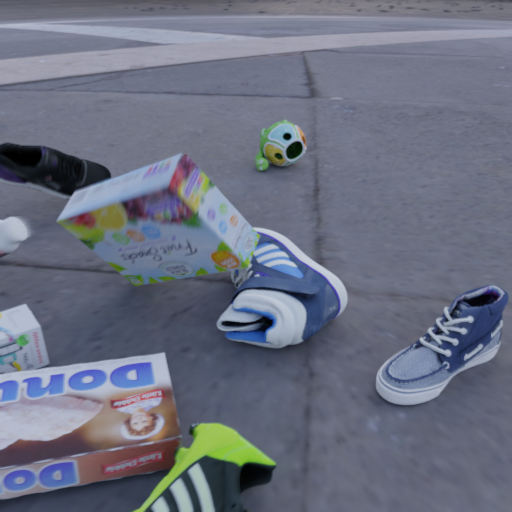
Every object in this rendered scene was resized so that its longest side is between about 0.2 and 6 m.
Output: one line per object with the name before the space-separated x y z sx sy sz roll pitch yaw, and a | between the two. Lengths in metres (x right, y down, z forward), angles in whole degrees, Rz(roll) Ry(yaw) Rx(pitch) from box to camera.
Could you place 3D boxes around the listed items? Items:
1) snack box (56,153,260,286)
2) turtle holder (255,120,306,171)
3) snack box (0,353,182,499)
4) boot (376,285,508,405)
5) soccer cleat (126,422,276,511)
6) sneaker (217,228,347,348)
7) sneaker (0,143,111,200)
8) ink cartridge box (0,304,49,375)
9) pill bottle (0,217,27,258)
snack box | -1.312 -0.363 7.397 2.237 1.591 0.593 -10 48 38
turtle holder | 0.545 -2.514 12.832 1.286 0.977 0.913 -12 31 -22
snack box | -2.617 1.707 5.334 3.655 0.444 1.314 -5 29 -15
boot | 2.169 0.966 6.528 1.930 0.872 0.702 -20 34 -32
soccer cleat | -0.561 2.253 4.347 0.952 0.793 2.348 23 34 13
sneaker | -0.075 0.402 7.502 2.258 0.910 1.653 31 36 35
sneaker | -3.739 -1.583 10.366 2.164 0.819 0.947 4 -12 -26
ink cartridge box | -2.993 1.064 6.636 0.814 0.597 0.594 -20 34 -31
pill bottle | -3.753 -0.205 8.027 0.906 0.502 0.502 -25 23 19
